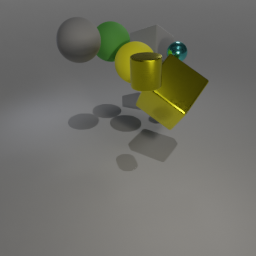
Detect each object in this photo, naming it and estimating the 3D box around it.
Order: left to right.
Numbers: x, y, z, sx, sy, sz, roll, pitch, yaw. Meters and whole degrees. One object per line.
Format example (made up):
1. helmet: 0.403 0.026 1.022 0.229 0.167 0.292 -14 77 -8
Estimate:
1. ball: -1.566 -2.782 8.904 1.400 1.400 1.400 0 29 0
2. ball: -0.620 -3.113 10.133 1.400 1.400 1.400 0 29 0
3. ball: 0.248 -2.202 9.490 1.400 1.400 1.400 0 29 0
4. cylinder: 0.398 -1.251 6.209 0.700 0.700 0.700 -2 29 1
5. cube: 1.000 -3.269 11.781 1.400 1.400 1.400 -3 -9 38
6. cube: 1.281 -1.043 8.457 1.400 1.400 1.400 37 70 4
7. ball: 1.660 -2.564 9.479 0.700 0.700 0.700 0 29 0
